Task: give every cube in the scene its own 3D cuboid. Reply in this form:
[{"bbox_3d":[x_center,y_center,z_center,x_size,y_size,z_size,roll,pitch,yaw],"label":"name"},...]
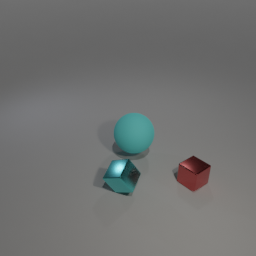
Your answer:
[{"bbox_3d":[2.023,1.401,8.635,0.700,0.700,0.700,-22,37,-33],"label":"cube"},{"bbox_3d":[-0.172,1.409,8.229,0.700,0.700,0.700,-10,39,40],"label":"cube"}]

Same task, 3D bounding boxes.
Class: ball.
[{"bbox_3d":[0.208,0.178,9.646,1.400,1.400,1.400,0,30,0],"label":"ball"}]
